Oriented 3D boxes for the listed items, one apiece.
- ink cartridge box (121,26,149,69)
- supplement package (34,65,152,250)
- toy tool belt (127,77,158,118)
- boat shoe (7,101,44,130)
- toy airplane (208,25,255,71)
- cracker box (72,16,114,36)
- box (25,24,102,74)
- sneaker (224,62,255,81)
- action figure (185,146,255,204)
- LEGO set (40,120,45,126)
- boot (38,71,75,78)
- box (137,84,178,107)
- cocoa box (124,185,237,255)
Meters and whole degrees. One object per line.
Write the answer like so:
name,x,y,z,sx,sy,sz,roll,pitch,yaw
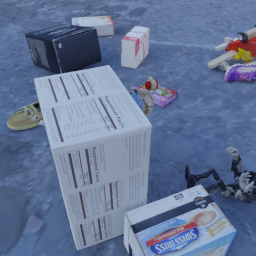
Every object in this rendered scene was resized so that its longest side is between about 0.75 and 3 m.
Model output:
ink cartridge box,0.313,-3.343,11.519,0.664,1.174,1.603,14,42,17
supplement package,-0.683,0.549,5.535,1.526,2.752,2.143,-14,41,-16
toy tool belt,0.213,-0.632,6.680,0.734,1.194,0.746,-7,45,-32
boat shoe,-2.669,-0.622,8.603,2.158,0.679,0.787,-24,45,-26
toy airplane,4.501,-2.975,11.054,2.266,1.599,2.256,-17,13,39
cracker box,-1.788,-5.146,14.184,2.023,0.583,1.355,-6,40,-8
box,-2.507,-3.107,10.798,1.841,1.298,2.488,-28,36,-30
sneaker,4.325,-1.985,10.349,1.558,0.627,0.689,-14,47,-17
action figure,2.389,1.118,6.246,2.035,1.039,1.210,-6,29,-5
LEGO set,-1.763,0.116,7.389,1.168,0.384,1.563,13,3,-17
boot,-2.503,-1.627,9.965,1.527,0.523,1.437,-13,42,-15
box,0.990,-1.204,9.656,1.220,0.239,0.835,30,48,32
cocoa box,0.871,1.991,5.087,1.651,1.101,1.083,-15,42,-17
